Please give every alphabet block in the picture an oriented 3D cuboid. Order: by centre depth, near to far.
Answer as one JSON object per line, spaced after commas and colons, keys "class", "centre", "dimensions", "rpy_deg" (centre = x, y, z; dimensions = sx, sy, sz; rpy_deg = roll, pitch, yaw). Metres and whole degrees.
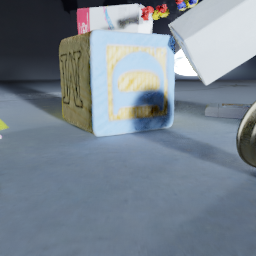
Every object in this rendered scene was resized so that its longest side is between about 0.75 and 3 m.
{"class": "alphabet block", "centre": [-0.354, -1.180, 7.263], "dimensions": [2.271, 2.283, 2.325], "rpy_deg": [-5, 12, -30]}

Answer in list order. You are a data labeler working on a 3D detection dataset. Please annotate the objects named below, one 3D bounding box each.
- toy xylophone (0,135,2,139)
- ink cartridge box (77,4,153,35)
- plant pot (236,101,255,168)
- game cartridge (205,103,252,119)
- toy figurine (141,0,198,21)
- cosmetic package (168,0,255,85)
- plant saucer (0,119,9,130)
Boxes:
{"class": "toy xylophone", "centre": [-3.052, 0.173, 5.829], "dimensions": [0.779, 0.196, 0.570], "rpy_deg": [-6, 13, -28]}
{"class": "ink cartridge box", "centre": [-0.313, -2.731, 7.353], "dimensions": [1.667, 0.714, 1.230], "rpy_deg": [7, 13, 21]}
{"class": "plant pot", "centre": [2.239, 0.239, 3.488], "dimensions": [1.253, 1.253, 1.147], "rpy_deg": [-3, 24, -15]}
{"class": "game cartridge", "centre": [3.505, -0.556, 8.989], "dimensions": [1.989, 0.413, 1.325], "rpy_deg": [3, 8, 16]}
{"class": "toy figurine", "centre": [1.120, -3.020, 5.162], "dimensions": [2.222, 1.331, 1.172], "rpy_deg": [-15, 10, 16]}
{"class": "cosmetic package", "centre": [2.546, -2.453, 6.573], "dimensions": [2.738, 1.545, 1.111], "rpy_deg": [-30, 43, 12]}
{"class": "plant saucer", "centre": [-4.160, -0.067, 5.615], "dimensions": [2.357, 0.564, 2.354], "rpy_deg": [0, 11, 26]}
